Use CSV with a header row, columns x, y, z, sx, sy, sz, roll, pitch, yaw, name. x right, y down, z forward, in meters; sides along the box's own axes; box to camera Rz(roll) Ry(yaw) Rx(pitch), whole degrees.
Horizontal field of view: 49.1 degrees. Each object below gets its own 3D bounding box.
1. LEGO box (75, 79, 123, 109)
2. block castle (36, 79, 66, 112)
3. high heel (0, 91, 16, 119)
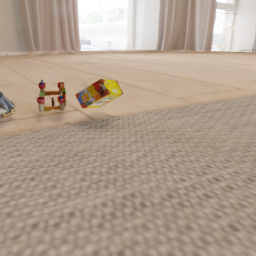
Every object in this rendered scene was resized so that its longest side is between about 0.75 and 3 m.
x,y,z,sx,sy,sz,roll,pitch,yaw,name
-0.964,-1.192,9.847,1.107,0.573,1.486,-28,-3,19,LEGO box
-2.762,-1.230,10.172,1.002,0.703,1.499,-3,33,-13,block castle
-4.833,-0.320,9.304,2.154,0.769,1.535,-31,-12,-12,high heel
